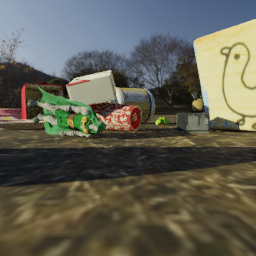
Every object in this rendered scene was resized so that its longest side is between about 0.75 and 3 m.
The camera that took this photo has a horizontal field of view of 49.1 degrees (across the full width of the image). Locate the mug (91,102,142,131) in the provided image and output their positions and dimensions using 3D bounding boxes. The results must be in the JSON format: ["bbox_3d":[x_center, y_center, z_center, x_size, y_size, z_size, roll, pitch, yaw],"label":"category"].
[{"bbox_3d":[-0.278,-0.355,8.401,1.371,0.915,1.217,6,8,31],"label":"mug"}]

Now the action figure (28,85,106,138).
[{"bbox_3d":[-1.329,-0.222,6.145,2.131,1.259,0.583,12,33,34],"label":"action figure"}]

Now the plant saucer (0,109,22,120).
[{"bbox_3d":[-6.228,-0.603,14.157,2.916,0.739,2.916,-1,4,0],"label":"plant saucer"}]

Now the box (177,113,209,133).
[{"bbox_3d":[1.837,-0.156,7.887,0.856,0.540,0.871,-1,3,14],"label":"box"}]

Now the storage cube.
[{"bbox_3d":[-3.706,-0.983,12.083,1.540,1.802,1.620,-2,-2,-26],"label":"storage cube"}]

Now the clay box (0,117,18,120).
[{"bbox_3d":[-4.938,-0.233,10.705,1.253,0.298,0.720,-4,13,-39],"label":"clay box"}]

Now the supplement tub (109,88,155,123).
[{"bbox_3d":[-0.087,-1.034,13.179,2.327,1.683,1.683,-2,4,-28],"label":"supplement tub"}]

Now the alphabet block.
[{"bbox_3d":[4.120,-1.584,7.925,2.938,2.922,2.992,-19,11,-26],"label":"alphabet block"}]

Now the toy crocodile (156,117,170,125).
[{"bbox_3d":[1.502,-0.253,11.929,0.345,0.316,1.022,45,20,19],"label":"toy crocodile"}]

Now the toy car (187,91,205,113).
[{"bbox_3d":[3.512,-1.050,14.321,1.310,1.595,1.258,-2,4,-36],"label":"toy car"}]

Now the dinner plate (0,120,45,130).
[{"bbox_3d":[-3.747,-0.129,9.580,2.432,0.295,2.432,-1,3,0],"label":"dinner plate"}]

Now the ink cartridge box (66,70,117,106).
[{"bbox_3d":[-1.033,-1.201,8.410,1.284,0.725,1.749,-13,16,0],"label":"ink cartridge box"}]
